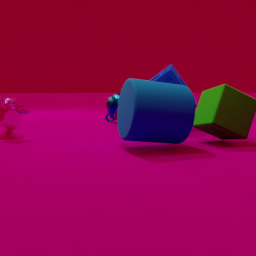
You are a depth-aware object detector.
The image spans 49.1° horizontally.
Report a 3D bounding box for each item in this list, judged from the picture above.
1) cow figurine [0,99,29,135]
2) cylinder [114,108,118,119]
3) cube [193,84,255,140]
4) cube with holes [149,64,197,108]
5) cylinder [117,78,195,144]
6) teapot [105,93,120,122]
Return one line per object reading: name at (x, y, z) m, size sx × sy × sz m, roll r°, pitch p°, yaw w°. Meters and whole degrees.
cow figurine at (-2.953, -0.385, 6.951) m, size 0.689 × 1.236 × 1.256 m, roll 21°, pitch 35°, yaw -32°
cylinder at (0.042, -0.543, 8.873) m, size 0.757 × 0.757 × 0.757 m, roll 28°, pitch 11°, yaw -6°
cube at (2.085, -0.310, 6.114) m, size 0.890 × 0.890 × 0.890 m, roll 23°, pitch -9°, yaw -13°
cube with holes at (1.108, -0.927, 8.203) m, size 1.245 × 1.245 × 1.245 m, roll -34°, pitch 10°, yaw 19°
cylinder at (0.510, -0.311, 5.540) m, size 1.198 × 1.198 × 1.198 m, roll 4°, pitch 6°, yaw -17°
teapot at (-0.325, -0.858, 9.980) m, size 0.800 × 1.633 × 1.015 m, roll 47°, pitch 26°, yaw 24°
